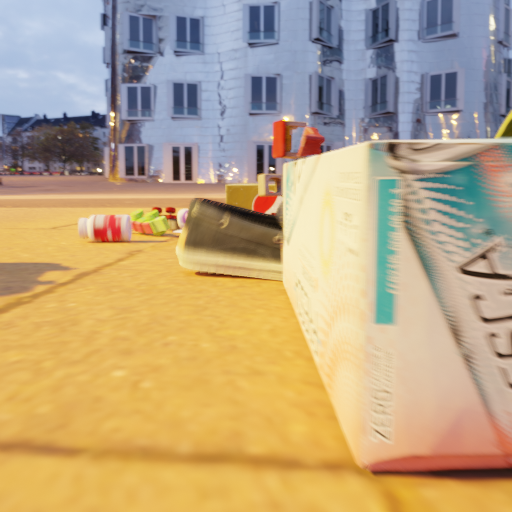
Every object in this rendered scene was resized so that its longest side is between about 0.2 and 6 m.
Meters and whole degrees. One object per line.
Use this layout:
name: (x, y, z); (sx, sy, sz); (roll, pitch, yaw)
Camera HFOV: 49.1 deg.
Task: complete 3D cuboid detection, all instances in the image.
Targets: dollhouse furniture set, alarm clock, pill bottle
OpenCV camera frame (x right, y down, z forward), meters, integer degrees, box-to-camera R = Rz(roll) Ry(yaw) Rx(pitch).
dollhouse furniture set: (0.523, -1.149, 9.599); (0.976, 2.399, 1.291); (-3, 6, -25)
alarm clock: (-2.005, -0.791, 14.388); (1.024, 0.341, 0.691); (3, 9, 4)
pill bottle: (-3.208, -0.581, 11.912); (1.039, 0.583, 0.583); (0, 8, -3)

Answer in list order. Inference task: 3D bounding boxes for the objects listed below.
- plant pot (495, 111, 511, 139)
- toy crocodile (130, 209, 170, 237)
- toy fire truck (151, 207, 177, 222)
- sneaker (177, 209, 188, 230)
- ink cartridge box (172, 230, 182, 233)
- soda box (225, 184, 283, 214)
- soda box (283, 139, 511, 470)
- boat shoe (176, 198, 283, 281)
plant pot: (4.120, -0.497, 5.811); (2.465, 2.560, 2.560); (11, 6, -12)
toy crocodile: (-2.626, -0.741, 13.302); (1.672, 0.564, 0.516); (7, 34, 46)
toy fire truck: (-2.589, -1.013, 15.787); (0.923, 0.517, 0.775); (1, -16, 2)
sneaker: (-1.052, -0.862, 13.177); (1.567, 0.630, 0.693); (-3, -9, -45)
ink cartridge box: (-1.141, -0.411, 11.823); (0.643, 0.297, 1.181); (6, 11, 35)
soda box: (1.030, -1.335, 15.066); (3.590, 1.216, 1.149); (1, 8, 10)
soda box: (1.074, -0.070, 4.628); (1.447, 1.556, 4.551); (0, 8, -2)
boat shoe: (0.553, -0.254, 7.740); (3.419, 1.064, 1.275); (6, 10, 11)
